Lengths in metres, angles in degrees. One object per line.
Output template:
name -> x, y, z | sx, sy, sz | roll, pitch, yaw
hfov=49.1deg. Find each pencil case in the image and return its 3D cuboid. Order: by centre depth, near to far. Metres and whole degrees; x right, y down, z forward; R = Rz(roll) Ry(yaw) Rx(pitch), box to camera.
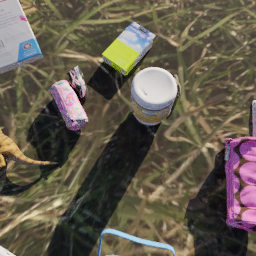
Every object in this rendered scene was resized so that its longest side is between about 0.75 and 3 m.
pencil case -> 3.787, 1.797, 9.163 | 1.394, 1.350, 2.975 | 14, 68, -28
pencil case -> -2.172, -0.819, 10.270 | 0.831, 0.831, 1.900 | -26, 73, -8

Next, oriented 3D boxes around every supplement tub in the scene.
supplement tub -> 0.831, -0.994, 9.678 | 1.464, 2.023, 1.464 | 0, 71, 0

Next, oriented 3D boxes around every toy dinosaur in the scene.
toy dinosaur -> -4.101, 0.854, 9.688 | 2.920, 0.882, 1.551 | 37, 74, 11

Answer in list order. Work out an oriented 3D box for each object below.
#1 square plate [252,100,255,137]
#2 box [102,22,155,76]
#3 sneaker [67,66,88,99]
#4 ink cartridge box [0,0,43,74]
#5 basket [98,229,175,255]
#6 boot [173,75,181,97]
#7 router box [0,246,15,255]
square plate -> 5.887, 0.298, 10.133 | 2.632, 0.378, 2.657 | 7, 72, 2
box -> 0.050, -3.199, 11.238 | 1.222, 0.477, 2.003 | 37, 75, 11
sneaker -> -1.960, -1.670, 10.773 | 0.608, 0.566, 1.408 | -22, 65, 6
ink cartridge box -> -3.509, -2.893, 7.811 | 1.357, 0.800, 2.358 | -23, 99, -10
basket -> 0.020, 4.205, 7.980 | 2.135, 1.684, 2.421 | 16, 104, 5
boot -> 1.621, -1.580, 10.758 | 0.750, 0.364, 0.996 | -7, 68, -3
router box -> -4.366, 4.716, 8.552 | 2.223, 0.543, 1.995 | 28, 74, 9
